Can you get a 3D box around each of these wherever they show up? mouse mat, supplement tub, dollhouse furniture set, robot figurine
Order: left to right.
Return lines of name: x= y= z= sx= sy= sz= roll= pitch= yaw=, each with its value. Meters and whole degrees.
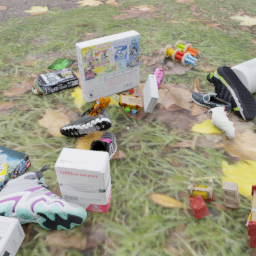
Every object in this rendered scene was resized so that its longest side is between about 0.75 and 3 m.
mouse mat: x=-3.649 y=-3.527 z=15.450 sx=1.108 sy=0.052 sz=1.377 roll=12 pitch=42 yaw=14
robot figurine: x=-0.887 y=-0.613 z=8.401 sx=0.596 sy=0.821 sz=0.239 roll=-7 pitch=58 yaw=-52
dollhouse furniture set: x=2.910 y=2.335 z=7.859 sx=2.551 sy=1.037 sz=1.373 roll=1 pitch=37 yaw=29
supplement tub: x=5.709 y=-2.379 z=12.949 sx=2.246 sy=1.481 sz=1.481 roll=-22 pitch=44 yaw=-24

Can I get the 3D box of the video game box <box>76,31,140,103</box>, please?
video game box: x=-0.796 y=-2.739 z=12.495 sx=2.849 sy=2.596 sz=0.667 roll=-21 pitch=45 yaw=-25

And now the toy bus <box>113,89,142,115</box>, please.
toy bus: x=0.013 y=-1.021 z=11.792 sx=1.173 sy=0.606 sz=1.107 roll=45 pitch=54 yaw=11

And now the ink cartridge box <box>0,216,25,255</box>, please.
ink cartridge box: x=-3.693 y=3.164 z=6.741 sx=1.472 sy=0.848 sz=2.017 roll=8 pitch=40 yaw=9

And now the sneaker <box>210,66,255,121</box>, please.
sneaker: x=4.516 y=-1.406 z=12.236 sx=1.016 sy=1.173 sz=2.833 roll=-7 pitch=63 yaw=-30

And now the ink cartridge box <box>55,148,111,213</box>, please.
ink cartridge box: x=-1.205 y=1.511 z=7.964 sx=1.326 sy=1.832 sz=0.773 roll=5 pitch=40 yaw=6

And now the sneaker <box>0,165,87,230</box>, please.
sneaker: x=-2.447 y=1.860 z=8.149 sx=2.743 sy=1.066 sz=1.919 roll=3 pitch=41 yaw=3

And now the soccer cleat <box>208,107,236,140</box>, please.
soccer cleat: x=3.685 y=-0.156 z=11.001 sx=0.727 sy=0.649 sz=1.874 roll=-13 pitch=38 yaw=6

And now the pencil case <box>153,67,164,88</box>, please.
pencil case: x=1.380 y=-2.426 z=13.661 sx=0.600 sy=0.620 sz=1.323 roll=15 pitch=43 yaw=8

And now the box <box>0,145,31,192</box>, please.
box: x=-4.980 y=1.305 z=9.228 sx=2.829 sy=0.533 sz=1.932 roll=15 pitch=42 yaw=17

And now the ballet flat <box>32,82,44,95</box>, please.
ballet flat: x=-4.294 y=-1.801 z=13.171 sx=0.391 sy=0.366 sz=1.080 roll=-35 pitch=48 yaw=-8

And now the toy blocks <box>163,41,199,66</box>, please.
toy blocks: x=3.254 y=-4.116 z=15.619 sx=1.679 sy=0.732 sz=2.015 roll=-30 pitch=48 yaw=-31

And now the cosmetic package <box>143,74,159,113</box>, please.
cosmetic package: x=0.910 y=-1.397 z=11.398 sx=0.324 sy=0.945 sz=1.254 roll=8 pitch=53 yaw=-14

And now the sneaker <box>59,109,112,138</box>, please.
sneaker: x=-1.594 y=-0.212 z=10.570 sx=2.032 sy=0.675 sz=0.919 roll=-13 pitch=51 yaw=12

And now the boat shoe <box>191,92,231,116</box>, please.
boat shoe: x=3.585 y=-1.190 z=12.192 sx=0.719 sy=0.594 sz=1.922 roll=-27 pitch=47 yaw=-29

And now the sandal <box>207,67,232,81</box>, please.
sandal: x=5.023 y=-2.787 z=14.204 sx=2.148 sy=0.484 sz=0.807 roll=-13 pitch=41 yaw=-15

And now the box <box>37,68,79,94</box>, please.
box: x=-3.414 y=-2.325 z=13.688 sx=1.695 sy=0.422 sz=1.337 roll=-20 pitch=43 yaw=-22

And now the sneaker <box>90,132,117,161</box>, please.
sneaker: x=-0.856 y=0.650 z=9.737 sx=0.726 sy=0.861 sz=1.969 roll=9 pitch=37 yaw=11
